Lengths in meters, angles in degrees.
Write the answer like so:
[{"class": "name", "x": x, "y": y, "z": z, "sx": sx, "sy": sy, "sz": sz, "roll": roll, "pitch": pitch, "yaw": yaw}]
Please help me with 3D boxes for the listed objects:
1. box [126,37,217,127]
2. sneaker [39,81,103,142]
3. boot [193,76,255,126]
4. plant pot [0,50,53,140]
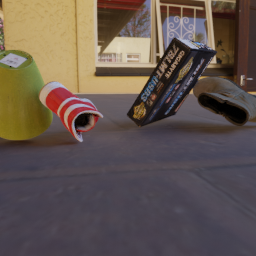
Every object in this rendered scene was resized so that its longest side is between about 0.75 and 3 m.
[{"class": "box", "x": 1.440, "y": -1.405, "z": 8.708, "sx": 0.663, "sy": 2.670, "sz": 2.650, "roll": 42, "pitch": 29, "yaw": 19}, {"class": "sneaker", "x": -1.017, "y": -0.208, "z": 6.581, "sx": 1.261, "sy": 0.799, "sz": 2.243, "roll": 40, "pitch": 3, "yaw": 23}, {"class": "boot", "x": 2.781, "y": -0.962, "z": 8.624, "sx": 1.957, "sy": 1.014, "sz": 2.996, "roll": -2, "pitch": 25, "yaw": -39}, {"class": "plant pot", "x": -2.466, "y": -0.830, "z": 6.264, "sx": 1.526, "sy": 1.631, "sz": 1.526, "roll": 8, "pitch": 44, "yaw": -8}]
